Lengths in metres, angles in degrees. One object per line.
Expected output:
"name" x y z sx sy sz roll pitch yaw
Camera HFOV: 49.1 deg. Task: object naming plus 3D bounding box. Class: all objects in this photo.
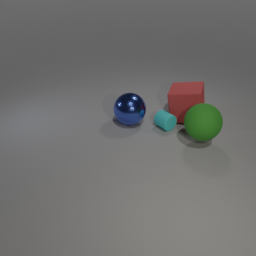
"cube" 2.600 -1.137 12.346 1.400 1.400 1.400 1 30 20
"cylinder" 1.580 -0.324 11.873 0.700 0.700 0.700 -21 37 -30
"ball" 0.078 -0.807 11.975 1.400 1.400 1.400 0 31 0
"ball" 2.800 -0.221 10.442 1.400 1.400 1.400 0 31 0
